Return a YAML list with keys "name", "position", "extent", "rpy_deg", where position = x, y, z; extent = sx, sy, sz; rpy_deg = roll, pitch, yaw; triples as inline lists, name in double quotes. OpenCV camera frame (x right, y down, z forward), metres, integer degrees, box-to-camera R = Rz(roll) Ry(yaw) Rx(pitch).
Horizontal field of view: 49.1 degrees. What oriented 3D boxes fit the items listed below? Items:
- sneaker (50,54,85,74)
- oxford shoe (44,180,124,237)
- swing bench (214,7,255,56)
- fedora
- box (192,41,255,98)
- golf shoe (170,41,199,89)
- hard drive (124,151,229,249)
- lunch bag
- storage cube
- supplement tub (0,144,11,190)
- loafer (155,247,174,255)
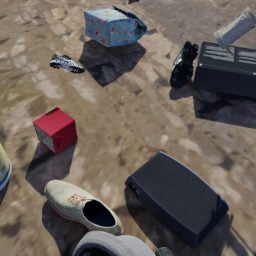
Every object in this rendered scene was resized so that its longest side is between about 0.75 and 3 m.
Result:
- name: "sneaker"
  position: [-2.062, -2.259, 9.676]
  extent: [1.250, 0.415, 0.566]
  rpy_deg: [9, 63, -27]
- name: "oxford shoe"
  position: [-1.185, 1.964, 7.292]
  extent: [2.583, 0.954, 0.914]
  rpy_deg: [25, 52, 21]
- name: "swing bench"
  position: [3.099, -2.726, 7.882]
  extent: [1.086, 1.080, 0.704]
  rpy_deg: [-3, 62, -56]
- name: "fedora"
  position: [0.007, 3.300, 5.599]
  extent: [1.227, 2.403, 2.718]
  rpy_deg: [-5, 52, -49]
- name: "box"
  position: [4.127, -2.348, 11.203]
  extent: [2.746, 1.083, 1.938]
  rpy_deg: [13, 46, 11]
- name: "golf shoe"
  position: [2.247, -2.462, 11.594]
  extent: [0.862, 1.047, 2.216]
  rpy_deg: [28, 74, -6]
- name: "hard drive"
  position: [1.321, 1.785, 7.736]
  extent: [1.735, 0.544, 2.572]
  rpy_deg: [-34, 56, -28]
- name: "lunch bag"
  position: [-0.541, -4.915, 13.327]
  extent: [2.439, 1.487, 2.078]
  rpy_deg: [-23, 44, -30]
- name: "storage cube"
  position: [-2.308, 0.089, 9.062]
  extent: [1.081, 0.924, 0.972]
  rpy_deg: [32, 54, 27]
- name: "supplement tub"
  position: [-4.306, 0.699, 7.508]
  extent: [1.700, 2.351, 1.700]
  rpy_deg: [0, 47, 0]
- name: "loafer"
  position: [1.357, 3.641, 5.893]
  extent: [0.846, 0.819, 2.411]
  rpy_deg: [-17, 54, -22]
